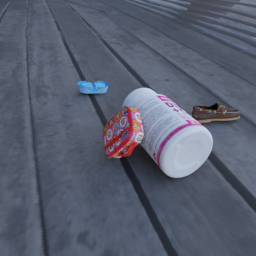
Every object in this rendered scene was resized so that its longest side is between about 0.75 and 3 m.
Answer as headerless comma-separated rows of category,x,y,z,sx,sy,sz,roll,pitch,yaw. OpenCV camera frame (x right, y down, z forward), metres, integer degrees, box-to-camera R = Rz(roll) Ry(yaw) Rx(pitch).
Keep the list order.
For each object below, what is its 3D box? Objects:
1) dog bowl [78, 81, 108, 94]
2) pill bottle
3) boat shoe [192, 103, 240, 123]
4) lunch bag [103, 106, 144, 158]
dog bowl,-1.367,-1.591,10.997,1.197,0.297,0.667,-3,31,-16
pill bottle,0.892,-0.014,7.494,1.451,1.451,2.560,-15,37,-21
boat shoe,2.896,-0.525,9.145,1.657,0.583,0.583,-5,14,-12
lunch bag,-0.128,0.199,7.043,0.524,1.280,1.127,13,51,-32
